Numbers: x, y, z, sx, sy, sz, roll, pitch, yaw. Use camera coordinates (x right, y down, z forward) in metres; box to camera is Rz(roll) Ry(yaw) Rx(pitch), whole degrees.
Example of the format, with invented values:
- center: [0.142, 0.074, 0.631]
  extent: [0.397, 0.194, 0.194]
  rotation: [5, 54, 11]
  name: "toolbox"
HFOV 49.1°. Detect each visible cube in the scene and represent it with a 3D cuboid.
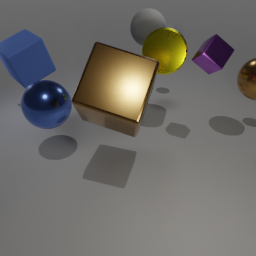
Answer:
- center: [2.349, -2.028, 7.787]
  extent: [0.700, 0.700, 0.700]
  rotation: [36, -9, -10]
  name: "cube"
- center: [-3.828, -2.599, 10.466]
  extent: [1.400, 1.400, 1.400]
  rotation: [-38, 50, -20]
  name: "cube"
- center: [-0.240, -0.772, 6.170]
  extent: [1.400, 1.400, 1.400]
  rotation: [18, 78, 3]
  name: "cube"

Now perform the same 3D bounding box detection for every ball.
- center: [0.788, -3.890, 10.885]
  extent: [1.400, 1.400, 1.400]
  rotation: [0, 32, 0]
  name: "ball"
- center: [4.295, -1.592, 9.127]
  extent: [1.400, 1.400, 1.400]
  rotation: [0, 32, 0]
  name: "ball"
- center: [-2.325, -0.668, 8.040]
  extent: [1.400, 1.400, 1.400]
  rotation: [0, 32, 0]
  name: "ball"

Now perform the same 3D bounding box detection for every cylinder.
- center: [1.240, -2.506, 9.192]
  extent: [1.400, 1.400, 1.400]
  rotation: [6, 16, 10]
  name: "cylinder"
